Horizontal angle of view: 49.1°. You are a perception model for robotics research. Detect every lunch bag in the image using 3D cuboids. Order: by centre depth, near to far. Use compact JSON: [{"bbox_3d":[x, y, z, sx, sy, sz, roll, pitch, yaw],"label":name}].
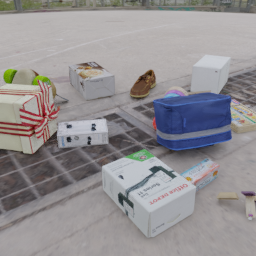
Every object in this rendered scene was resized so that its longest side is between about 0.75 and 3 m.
[{"bbox_3d":[2.295,-0.192,9.700,2.675,1.770,1.817,-8,14,-12],"label":"lunch bag"}]

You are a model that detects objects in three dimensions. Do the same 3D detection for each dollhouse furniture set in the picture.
[{"bbox_3d":[2.878,2.069,7.331,0.958,0.759,0.680,-9,64,32],"label":"dollhouse furniture set"}]

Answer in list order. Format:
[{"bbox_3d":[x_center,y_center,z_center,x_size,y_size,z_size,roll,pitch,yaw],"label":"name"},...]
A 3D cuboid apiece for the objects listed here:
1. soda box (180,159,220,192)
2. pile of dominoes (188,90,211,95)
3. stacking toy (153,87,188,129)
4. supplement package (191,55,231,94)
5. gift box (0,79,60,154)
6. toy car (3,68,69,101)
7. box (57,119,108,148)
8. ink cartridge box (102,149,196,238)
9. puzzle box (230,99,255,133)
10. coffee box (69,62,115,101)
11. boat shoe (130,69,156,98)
[{"bbox_3d":[1.986,1.428,8.059,1.480,0.470,0.506,-21,35,-34],"label":"soda box"},{"bbox_3d":[3.255,-1.372,13.348,1.632,0.260,1.272,-4,30,19],"label":"pile of dominoes"},{"bbox_3d":[1.708,-0.690,11.457,1.099,1.099,2.576,11,37,19],"label":"stacking toy"},{"bbox_3d":[4.377,-2.844,14.765,1.426,1.421,2.431,14,32,25],"label":"supplement package"},{"bbox_3d":[-3.724,-0.502,9.747,2.124,2.275,2.099,6,33,12],"label":"gift box"},{"bbox_3d":[-3.943,-1.446,12.520,2.100,2.017,2.557,16,5,25],"label":"toy car"},{"bbox_3d":[-1.637,0.179,10.235,1.783,0.536,1.040,-6,30,-9],"label":"box"},{"bbox_3d":[0.495,1.589,7.334,1.544,0.875,2.106,-19,34,-30],"label":"ink cartridge box"},{"bbox_3d":[4.532,-0.552,11.794,1.574,0.301,2.366,-9,30,-17],"label":"puzzle box"},{"bbox_3d":[-1.918,-2.494,14.471,1.553,1.083,2.716,-13,32,-23],"label":"coffee box"},{"bbox_3d":[0.766,-2.298,14.324,0.947,0.889,2.631,11,31,19],"label":"boat shoe"}]
